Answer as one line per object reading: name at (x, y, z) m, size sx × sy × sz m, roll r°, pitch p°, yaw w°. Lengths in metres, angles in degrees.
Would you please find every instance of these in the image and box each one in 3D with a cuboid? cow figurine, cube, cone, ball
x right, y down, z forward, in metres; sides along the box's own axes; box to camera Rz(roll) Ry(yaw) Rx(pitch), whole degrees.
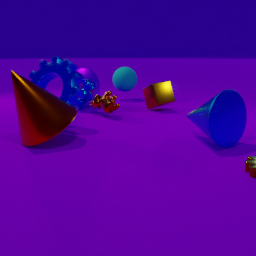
cow figurine at (-0.851, -0.841, 9.900) m, size 0.575 × 1.030 × 1.047 m, roll 34°, pitch 27°, yaw -45°
cube at (1.191, -1.276, 10.897) m, size 0.842 × 0.842 × 0.842 m, roll -13°, pitch -3°, yaw -26°
cone at (2.001, -0.271, 7.175) m, size 1.393 × 1.393 × 1.398 m, roll -10°, pitch 10°, yaw -32°
cone at (-2.358, -0.698, 6.828) m, size 1.633 × 1.639 × 1.633 m, roll -21°, pitch 30°, yaw 13°
cone at (-2.294, -1.729, 11.932) m, size 1.585 × 1.585 × 1.591 m, roll -13°, pitch 16°, yaw -40°
cow figurine at (-1.687, -1.311, 10.663) m, size 0.627 × 1.143 × 1.125 m, roll 38°, pitch -12°, yaw 11°
ball at (-0.146, -2.297, 13.226) m, size 1.150 × 1.150 × 1.150 m, roll 0°, pitch 15°, yaw 0°

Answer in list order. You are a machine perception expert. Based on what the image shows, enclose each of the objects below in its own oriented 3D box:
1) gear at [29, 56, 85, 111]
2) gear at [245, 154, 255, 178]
gear at (-2.277, -1.093, 8.466) m, size 2.089 × 2.089 × 0.386 m, roll 9°, pitch -6°, yaw 29°
gear at (2.777, 0.744, 5.248) m, size 1.063 × 0.197 × 1.063 m, roll -3°, pitch 16°, yaw 1°
